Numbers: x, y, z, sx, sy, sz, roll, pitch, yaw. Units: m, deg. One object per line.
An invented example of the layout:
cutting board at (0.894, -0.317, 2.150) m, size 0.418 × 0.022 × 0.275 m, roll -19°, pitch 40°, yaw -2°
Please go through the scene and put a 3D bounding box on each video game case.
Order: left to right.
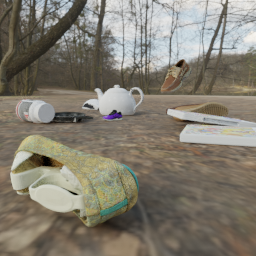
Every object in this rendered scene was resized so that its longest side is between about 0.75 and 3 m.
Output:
video game case at (2.931, -0.337, 10.061) m, size 2.641 × 0.238 × 1.891 m, roll 8°, pitch 6°, yaw -8°
video game case at (2.726, 0.174, 7.947) m, size 2.269 × 0.260 × 2.065 m, roll 3°, pitch 8°, yaw 17°

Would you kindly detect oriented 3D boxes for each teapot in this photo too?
teapot at (-0.513, -1.481, 14.799) m, size 2.113 × 1.543 × 2.086 m, roll -2°, pitch 9°, yaw -20°

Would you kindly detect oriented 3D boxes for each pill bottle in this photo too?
pill bottle at (-3.770, -0.669, 11.413) m, size 1.613 × 0.935 × 0.935 m, roll 9°, pitch 12°, yaw 41°

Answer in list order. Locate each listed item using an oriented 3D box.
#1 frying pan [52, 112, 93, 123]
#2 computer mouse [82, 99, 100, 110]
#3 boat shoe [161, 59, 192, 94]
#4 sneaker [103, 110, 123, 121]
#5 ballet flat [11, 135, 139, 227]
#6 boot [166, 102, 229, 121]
frying pan at (-2.122, -0.446, 11.714) m, size 2.545 × 0.414 × 1.540 m, roll 7°, pitch 12°, yaw 27°
computer mouse at (-1.824, -1.494, 17.931) m, size 2.989 × 0.656 × 1.639 m, roll 7°, pitch 12°, yaw 39°
boat shoe at (1.705, -1.938, 10.401) m, size 0.717 × 0.680 × 1.894 m, roll -1°, pitch 37°, yaw 40°
sneaker at (-0.681, -0.568, 12.230) m, size 0.968 × 0.482 × 0.337 m, roll -5°, pitch 10°, yaw -35°
ballet flat at (-0.972, 0.600, 3.503) m, size 2.424 × 0.857 × 0.857 m, roll 8°, pitch 11°, yaw 42°
boot at (2.982, -0.774, 12.383) m, size 2.309 × 0.835 × 1.921 m, roll -5°, pitch 11°, yaw -9°
